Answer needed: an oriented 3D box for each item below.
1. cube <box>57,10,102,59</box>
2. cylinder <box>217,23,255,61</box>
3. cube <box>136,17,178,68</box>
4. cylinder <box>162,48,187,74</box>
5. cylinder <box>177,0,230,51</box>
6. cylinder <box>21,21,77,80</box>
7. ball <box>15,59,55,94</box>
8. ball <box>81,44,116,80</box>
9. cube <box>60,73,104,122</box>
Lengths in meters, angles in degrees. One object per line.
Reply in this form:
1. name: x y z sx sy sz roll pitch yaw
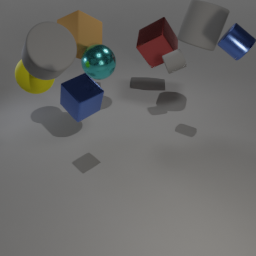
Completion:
1. cube: -2.063 -3.909 11.945 1.400 1.400 1.400 -4 -6 38
2. cylinder: 2.874 -2.283 7.439 0.700 0.700 0.700 39 39 -1
3. cube: 1.382 -3.932 12.985 1.400 1.400 1.400 -18 45 31
4. cylinder: 1.680 -2.417 10.151 0.700 0.700 0.700 -22 31 11
5. cylinder: 2.612 -3.600 9.824 1.400 1.400 1.400 15 23 -6
6. cylinder: -2.387 -2.247 8.378 1.400 1.400 1.400 -17 6 -25
7. ball: -3.412 -1.958 10.311 1.400 1.400 1.400 0 33 0
8. ball: -1.175 -2.644 11.250 1.400 1.400 1.400 0 33 0
9. cube: -1.074 -0.703 6.469 0.700 0.700 0.700 -33 68 -32
